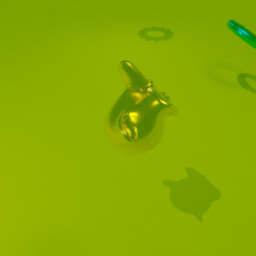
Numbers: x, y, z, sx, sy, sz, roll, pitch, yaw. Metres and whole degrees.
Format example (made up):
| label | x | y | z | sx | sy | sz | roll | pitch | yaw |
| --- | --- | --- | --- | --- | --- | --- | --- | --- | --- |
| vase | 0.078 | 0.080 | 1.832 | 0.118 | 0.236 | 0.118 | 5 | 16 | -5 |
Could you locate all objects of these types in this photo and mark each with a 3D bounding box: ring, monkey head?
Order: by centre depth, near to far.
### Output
| label | x | y | z | sx | sy | sz | roll | pitch | yaw |
| --- | --- | --- | --- | --- | --- | --- | --- | --- | --- |
| monkey head | 0.030 | -0.239 | 3.822 | 0.982 | 1.629 | 1.172 | -40 | 95 | -4 |
| ring | 3.227 | -2.531 | 7.633 | 1.266 | 0.253 | 1.266 | 26 | 31 | -17 |
